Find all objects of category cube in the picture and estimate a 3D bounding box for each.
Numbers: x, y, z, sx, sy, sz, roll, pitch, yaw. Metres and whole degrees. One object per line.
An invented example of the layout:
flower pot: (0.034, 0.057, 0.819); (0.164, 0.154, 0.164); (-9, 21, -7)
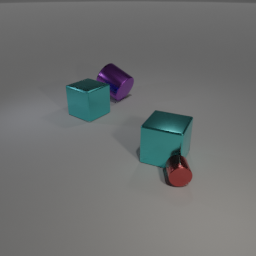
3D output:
cube: (1.304, 0.385, 9.479); (1.400, 1.400, 1.400); (12, 30, 21)
cube: (-1.778, -1.298, 12.672); (1.400, 1.400, 1.400); (20, 34, 33)

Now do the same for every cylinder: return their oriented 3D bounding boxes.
cylinder: (-0.652, -2.330, 14.196); (1.400, 1.400, 1.400); (38, 41, 16)
cylinder: (1.524, 1.281, 8.453); (0.700, 0.700, 0.700); (-1, 27, -2)
